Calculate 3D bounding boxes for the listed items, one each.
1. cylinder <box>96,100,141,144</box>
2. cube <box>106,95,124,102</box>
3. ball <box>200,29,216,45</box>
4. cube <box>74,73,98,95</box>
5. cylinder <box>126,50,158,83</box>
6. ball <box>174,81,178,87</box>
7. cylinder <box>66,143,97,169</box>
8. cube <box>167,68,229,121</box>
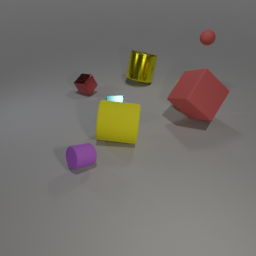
[{"bbox_3d":[-0.335,-0.213,9.838,1.400,1.400,1.400,7,32,0],"label":"cylinder"},{"bbox_3d":[-0.532,-0.905,11.546,0.700,0.700,0.700,-2,-10,-2],"label":"cube"},{"bbox_3d":[3.632,-4.130,12.776,0.700,0.700,0.700,0,32,0],"label":"ball"},{"bbox_3d":[-2.006,-2.094,13.353,0.700,0.700,0.700,13,57,35],"label":"cube"},{"bbox_3d":[0.703,-3.200,14.560,1.400,1.400,1.400,11,17,-4],"label":"cylinder"},{"bbox_3d":[2.714,-1.624,12.332,1.400,1.400,1.400,0,32,0],"label":"ball"},{"bbox_3d":[-1.434,0.854,8.581,0.700,0.700,0.700,-8,29,-41],"label":"cylinder"},{"bbox_3d":[2.660,-1.258,10.712,1.400,1.400,1.400,-57,23,-8],"label":"cube"}]
